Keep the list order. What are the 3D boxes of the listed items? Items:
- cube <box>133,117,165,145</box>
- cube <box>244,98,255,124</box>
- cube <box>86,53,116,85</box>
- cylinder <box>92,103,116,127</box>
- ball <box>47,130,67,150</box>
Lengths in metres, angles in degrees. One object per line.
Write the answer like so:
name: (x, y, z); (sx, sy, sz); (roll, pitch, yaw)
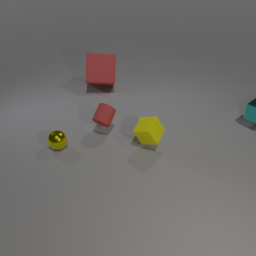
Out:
cube: (0.733, 0.093, 9.739); (0.700, 0.700, 0.700); (-1, 47, 39)
cube: (5.087, -0.656, 10.973); (0.700, 0.700, 0.700); (-29, 44, -31)
cube: (-1.363, -2.900, 13.996); (1.400, 1.400, 1.400); (2, 5, -6)
cylinder: (-0.892, -0.482, 10.520); (0.700, 0.700, 0.700); (17, 76, 25)
ball: (-2.520, 0.421, 9.977); (0.700, 0.700, 0.700); (0, 33, 0)
